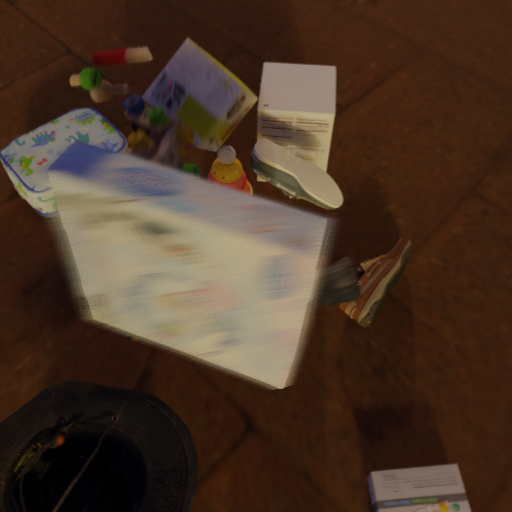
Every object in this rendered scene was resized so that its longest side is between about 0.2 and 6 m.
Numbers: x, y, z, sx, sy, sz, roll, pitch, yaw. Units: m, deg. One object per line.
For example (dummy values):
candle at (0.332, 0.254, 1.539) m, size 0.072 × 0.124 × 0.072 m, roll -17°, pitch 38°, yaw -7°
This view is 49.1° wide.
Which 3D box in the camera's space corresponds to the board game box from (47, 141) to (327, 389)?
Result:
board game box at (-0.853, 0.280, 7.219) m, size 3.080 × 3.095 × 0.671 m, roll 19°, pitch 53°, yaw 10°

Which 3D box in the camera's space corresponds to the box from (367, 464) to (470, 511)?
box at (2.531, 4.118, 8.344) m, size 1.401 × 0.370 × 1.797 m, roll -4°, pitch 56°, yaw -2°

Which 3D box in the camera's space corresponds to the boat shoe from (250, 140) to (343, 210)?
boat shoe at (0.701, -1.368, 10.111) m, size 1.861 × 0.575 × 0.677 m, roll 33°, pitch 50°, yaw 0°

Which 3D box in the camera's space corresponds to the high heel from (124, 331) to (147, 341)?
high heel at (-0.803, 1.121, 10.032) m, size 2.729 × 0.974 × 1.945 m, roll -33°, pitch 54°, yaw -31°

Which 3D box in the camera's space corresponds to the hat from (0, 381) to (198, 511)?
hat at (-2.477, 3.519, 8.152) m, size 3.411 × 1.376 × 3.411 m, roll -2°, pitch 45°, yaw 2°

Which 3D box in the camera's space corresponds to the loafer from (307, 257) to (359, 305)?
loafer at (0.667, 0.469, 9.105) m, size 1.985 × 0.722 × 0.717 m, roll -7°, pitch 94°, yaw -12°

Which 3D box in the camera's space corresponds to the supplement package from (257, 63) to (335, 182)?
supplement package at (0.844, -2.834, 12.188) m, size 1.555 × 2.064 × 1.566 m, roll 4°, pitch 55°, yaw 3°

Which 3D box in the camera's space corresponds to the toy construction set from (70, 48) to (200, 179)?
toy construction set at (-1.729, -2.007, 9.282) m, size 2.097 × 2.729 × 2.276 m, roll 6°, pitch 28°, yaw 32°

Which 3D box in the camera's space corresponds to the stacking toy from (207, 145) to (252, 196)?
stacking toy at (-0.637, -1.747, 11.779) m, size 1.094 × 1.497 × 1.094 m, roll 0°, pitch 54°, yaw 1°

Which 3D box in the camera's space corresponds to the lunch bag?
lunch bag at (-4.106, -2.053, 12.283) m, size 2.469 × 1.018 × 1.985 m, roll -36°, pitch 61°, yaw -23°

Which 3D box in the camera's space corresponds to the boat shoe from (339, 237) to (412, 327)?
boat shoe at (2.301, 0.377, 10.735) m, size 0.772 × 0.791 × 2.090 m, roll 27°, pitch 58°, yaw 21°

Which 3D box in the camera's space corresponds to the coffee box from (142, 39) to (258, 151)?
coffee box at (-1.011, -2.996, 10.652) m, size 1.397 × 1.395 × 1.382 m, roll 42°, pitch 103°, yaw 3°
